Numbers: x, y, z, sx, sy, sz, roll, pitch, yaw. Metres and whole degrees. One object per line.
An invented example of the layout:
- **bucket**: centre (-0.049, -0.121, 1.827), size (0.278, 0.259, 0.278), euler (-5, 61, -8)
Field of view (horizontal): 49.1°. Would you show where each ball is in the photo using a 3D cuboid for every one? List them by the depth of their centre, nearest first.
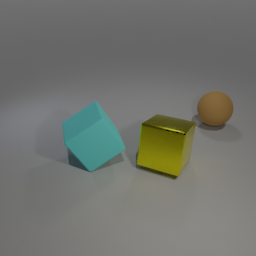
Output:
- **ball**: centre (3.503, -0.781, 11.281), size (1.400, 1.400, 1.400), euler (0, 29, 0)

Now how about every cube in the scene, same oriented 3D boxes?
- **cube**: centre (1.243, 0.482, 8.984), size (1.400, 1.400, 1.400), euler (13, 20, 23)
- **cube**: centre (-1.141, 0.253, 9.137), size (1.400, 1.400, 1.400), euler (-33, 32, 3)
